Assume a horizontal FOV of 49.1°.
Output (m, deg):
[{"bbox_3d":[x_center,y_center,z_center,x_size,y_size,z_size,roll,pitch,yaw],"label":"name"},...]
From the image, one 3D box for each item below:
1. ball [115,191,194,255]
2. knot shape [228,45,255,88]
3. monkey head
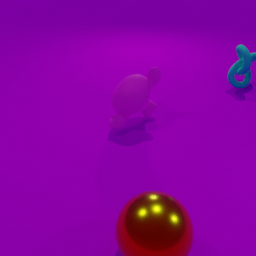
[{"bbox_3d":[0.420,1.648,4.508,1.250,1.250,1.250,0,36,0],"label":"ball"},{"bbox_3d":[3.897,-2.181,9.465,0.665,1.347,1.440,19,65,30],"label":"knot shape"},{"bbox_3d":[0.267,-0.751,7.636,1.401,1.948,1.174,37,8,-17],"label":"monkey head"}]
